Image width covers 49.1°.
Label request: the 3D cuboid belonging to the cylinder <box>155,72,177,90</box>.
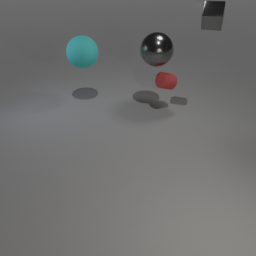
[{"bbox_3d":[1.658,-2.050,12.186,0.700,0.700,0.700,2,25,-37],"label":"cylinder"}]

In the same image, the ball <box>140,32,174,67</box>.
[{"bbox_3d":[1.208,-3.283,11.741,1.400,1.400,1.400,0,32,0],"label":"ball"}]

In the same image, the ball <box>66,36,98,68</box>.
[{"bbox_3d":[-2.013,-3.342,12.360,1.400,1.400,1.400,0,32,0],"label":"ball"}]

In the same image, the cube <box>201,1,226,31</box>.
[{"bbox_3d":[2.988,-3.941,9.837,0.700,0.700,0.700,10,70,16],"label":"cube"}]
